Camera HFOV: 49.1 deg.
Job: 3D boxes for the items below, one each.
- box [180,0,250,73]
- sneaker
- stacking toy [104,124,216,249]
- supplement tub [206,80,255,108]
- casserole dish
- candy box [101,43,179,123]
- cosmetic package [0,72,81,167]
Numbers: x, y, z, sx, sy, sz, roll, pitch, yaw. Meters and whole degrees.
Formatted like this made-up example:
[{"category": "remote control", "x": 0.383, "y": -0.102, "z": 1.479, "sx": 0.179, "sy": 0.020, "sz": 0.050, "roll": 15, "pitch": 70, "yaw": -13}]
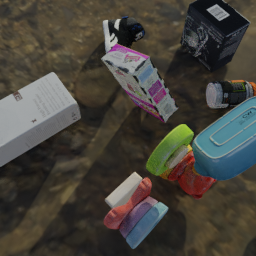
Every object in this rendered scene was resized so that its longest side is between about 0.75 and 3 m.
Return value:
[{"category": "box", "x": 2.294, "y": -2.578, "z": 7.661, "sx": 0.885, "sy": 1.404, "sz": 1.428, "roll": -32, "pitch": 67, "yaw": -15}, {"category": "sneaker", "x": -0.038, "y": -2.377, "z": 7.806, "sx": 1.151, "sy": 0.752, "sz": 2.058, "roll": -13, "pitch": 62, "yaw": 6}, {"category": "stacking toy", "x": 0.765, "y": 1.252, "z": 5.435, "sx": 1.076, "sy": 2.306, "sz": 2.547, "roll": 41, "pitch": 75, "yaw": 20}, {"category": "supplement tub", "x": 2.684, "y": -0.881, "z": 7.274, "sx": 1.144, "sy": 0.701, "sz": 0.701, "roll": -3, "pitch": 65, "yaw": -6}, {"category": "casserole dish", "x": 2.157, "y": 0.094, "z": 5.379, "sx": 2.208, "sy": 0.428, "sz": 1.337, "roll": -35, "pitch": 27, "yaw": 2}, {"category": "candy box", "x": 0.316, "y": -1.025, "z": 6.544, "sx": 0.549, "sy": 1.801, "sz": 1.228, "roll": -48, "pitch": 47, "yaw": -6}, {"category": "cosmetic package", "x": -2.501, "y": -0.233, "z": 6.915, "sx": 2.360, "sy": 0.874, "sz": 1.200, "roll": -33, "pitch": 69, "yaw": -16}]
